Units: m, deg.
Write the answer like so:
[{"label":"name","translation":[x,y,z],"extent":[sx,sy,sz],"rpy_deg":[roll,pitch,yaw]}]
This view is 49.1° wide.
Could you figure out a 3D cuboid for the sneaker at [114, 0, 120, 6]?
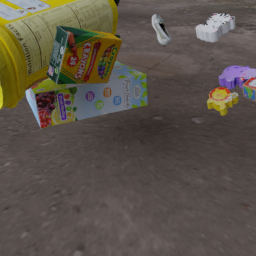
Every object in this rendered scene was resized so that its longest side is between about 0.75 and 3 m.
[{"label":"sneaker","translation":[-1.068,-3.478,8.544],"extent":[1.052,2.874,1.177],"rpy_deg":[30,54,-3]}]

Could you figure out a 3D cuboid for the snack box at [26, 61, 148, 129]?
[{"label":"snack box","translation":[-1.067,-0.942,6.566],"extent":[2.424,0.820,2.044],"rpy_deg":[-13,28,-23]}]

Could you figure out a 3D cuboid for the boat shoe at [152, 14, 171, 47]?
[{"label":"boat shoe","translation":[1.207,-3.527,9.933],"extent":[0.481,0.419,1.306],"rpy_deg":[8,62,-41]}]

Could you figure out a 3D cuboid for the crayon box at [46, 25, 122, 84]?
[{"label":"crayon box","translation":[-0.527,-0.996,3.950],"extent":[1.118,0.710,0.284],"rpy_deg":[-13,44,-46]}]

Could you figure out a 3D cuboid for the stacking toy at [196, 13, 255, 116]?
[{"label":"stacking toy","translation":[2.360,-0.739,4.852],"extent":[0.622,1.996,2.648],"rpy_deg":[-38,45,-13]}]

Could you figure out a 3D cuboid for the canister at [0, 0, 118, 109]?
[{"label":"canister","translation":[-1.740,-1.708,4.788],"extent":[2.126,1.239,2.863],"rpy_deg":[28,44,17]}]
